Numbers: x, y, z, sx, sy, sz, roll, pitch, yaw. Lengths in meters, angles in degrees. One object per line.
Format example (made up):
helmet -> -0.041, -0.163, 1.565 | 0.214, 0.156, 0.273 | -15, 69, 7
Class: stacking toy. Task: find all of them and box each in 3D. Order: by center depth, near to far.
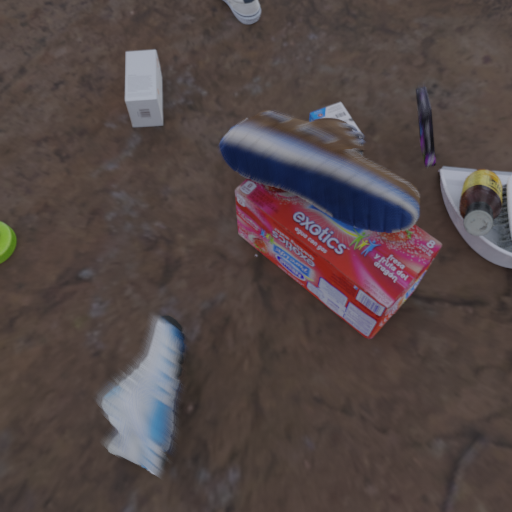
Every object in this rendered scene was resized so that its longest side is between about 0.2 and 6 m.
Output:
stacking toy -> -5.687, -0.251, 10.180 | 2.193, 0.926, 1.985 | 34, 68, 15

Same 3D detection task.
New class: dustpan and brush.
dustpan and brush -> 4.797, -0.262, 10.086 | 2.664, 1.092, 3.816 | 5, 63, 3

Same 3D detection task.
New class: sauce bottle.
sauce bottle -> 4.007, -0.940, 9.987 | 0.741, 0.741, 2.245 | 23, 32, 11

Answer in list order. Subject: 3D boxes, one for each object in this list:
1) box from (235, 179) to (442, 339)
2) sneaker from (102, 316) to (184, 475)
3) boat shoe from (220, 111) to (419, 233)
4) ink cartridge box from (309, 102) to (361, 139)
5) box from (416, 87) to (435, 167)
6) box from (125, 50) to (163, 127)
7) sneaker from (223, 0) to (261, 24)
box -> 1.300, -0.308, 9.807 | 3.264, 1.627, 1.558 | 39, 70, 18
sneaker -> -1.727, 2.037, 8.330 | 1.073, 0.928, 2.475 | 13, 101, 4
boat shoe -> 1.085, -1.519, 8.701 | 3.374, 1.219, 1.221 | 27, 66, 20
ink cartridge box -> 1.649, -2.598, 11.636 | 0.744, 0.430, 1.019 | -21, 65, -10
box -> 3.242, -2.468, 10.726 | 0.224, 1.240, 0.887 | -6, 39, 14
box -> -2.370, -3.543, 11.875 | 0.667, 0.851, 1.368 | -4, 63, -2
sneaker -> -0.609, -6.588, 13.428 | 0.844, 0.818, 2.311 | -33, 68, -15
